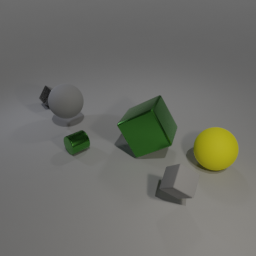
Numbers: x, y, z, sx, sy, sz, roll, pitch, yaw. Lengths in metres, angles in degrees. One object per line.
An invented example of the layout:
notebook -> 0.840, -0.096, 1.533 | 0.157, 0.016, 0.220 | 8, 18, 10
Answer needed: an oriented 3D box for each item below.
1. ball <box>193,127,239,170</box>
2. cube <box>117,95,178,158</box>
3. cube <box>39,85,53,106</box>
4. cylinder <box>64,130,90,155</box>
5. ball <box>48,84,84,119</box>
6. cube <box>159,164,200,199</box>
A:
ball -> 2.846, 0.673, 9.114 | 1.400, 1.400, 1.400 | 0, 32, 0
cube -> 0.716, -0.066, 9.737 | 1.400, 1.400, 1.400 | -22, 17, 27
cube -> -3.550, -1.435, 12.933 | 0.700, 0.700, 0.700 | 20, 12, -45
cylinder -> -1.830, 0.513, 10.025 | 0.700, 0.700, 0.700 | -24, 39, -33
ball -> -2.488, -1.076, 11.261 | 1.400, 1.400, 1.400 | 0, 32, 0
cube -> 1.411, 1.475, 7.684 | 0.700, 0.700, 0.700 | 30, 64, -17
